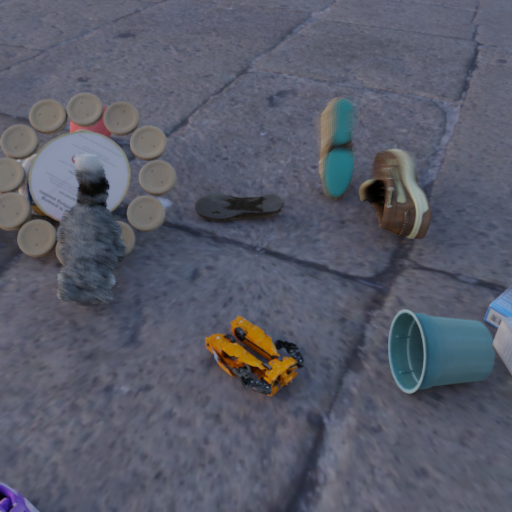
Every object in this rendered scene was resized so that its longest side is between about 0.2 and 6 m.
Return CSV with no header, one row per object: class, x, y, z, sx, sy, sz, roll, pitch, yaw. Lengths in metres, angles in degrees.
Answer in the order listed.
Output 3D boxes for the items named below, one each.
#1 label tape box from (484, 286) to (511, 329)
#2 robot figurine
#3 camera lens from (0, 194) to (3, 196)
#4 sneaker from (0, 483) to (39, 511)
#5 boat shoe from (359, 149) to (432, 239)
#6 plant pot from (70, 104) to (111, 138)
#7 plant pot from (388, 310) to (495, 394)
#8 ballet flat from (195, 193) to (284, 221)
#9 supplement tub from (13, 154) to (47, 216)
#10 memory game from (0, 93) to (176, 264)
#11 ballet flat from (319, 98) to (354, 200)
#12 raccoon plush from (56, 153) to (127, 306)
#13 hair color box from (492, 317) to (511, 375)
label tape box,4.964,0.979,10.161,1.361,0.450,0.975,-28,48,-32
robot figurine,-0.008,1.678,9.277,1.192,0.479,1.644,-31,48,-32
camera lens,-5.874,-1.525,12.737,0.746,0.933,0.746,32,35,-26
sneaker,-2.882,3.418,6.829,2.063,0.912,0.830,23,43,23
boat shoe,2.898,-1.552,12.465,1.172,1.170,3.167,4,32,-5
plant pot,-4.433,-3.339,14.956,1.193,1.193,1.055,-1,50,-1
plant pot,2.974,1.513,8.963,1.276,1.303,1.303,1,39,-11
ballet flat,-0.376,-1.090,12.723,2.010,0.466,0.677,-3,73,4
supplement tub,-4.362,-1.554,12.483,1.916,1.386,1.386,4,40,6
memory game,-3.655,-1.638,11.799,3.956,0.252,3.956,1,75,-3
ballet flat,1.891,-2.533,13.476,0.856,2.429,0.793,8,-3,-18
raccoon plush,-3.177,-0.322,10.046,1.257,2.598,1.741,-11,31,-2
hair color box,4.421,1.695,9.092,0.415,0.677,1.368,-5,40,-6
